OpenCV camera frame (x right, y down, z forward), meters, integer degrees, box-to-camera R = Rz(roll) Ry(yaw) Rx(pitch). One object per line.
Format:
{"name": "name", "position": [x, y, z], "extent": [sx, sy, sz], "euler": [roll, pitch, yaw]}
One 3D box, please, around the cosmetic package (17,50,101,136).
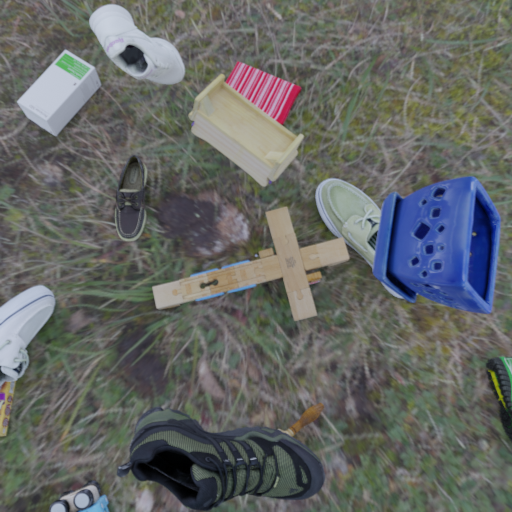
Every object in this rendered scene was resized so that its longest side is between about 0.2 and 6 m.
{"name": "cosmetic package", "position": [-4.269, -3.549, 12.232], "extent": [0.869, 0.685, 1.615], "euler": [31, 73, 8]}

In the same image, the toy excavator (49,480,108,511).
{"name": "toy excavator", "position": [-2.724, 4.589, 9.651], "extent": [1.278, 0.657, 1.315], "euler": [-21, 86, -5]}

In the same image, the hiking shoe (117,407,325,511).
{"name": "hiking shoe", "position": [-0.462, 3.168, 8.016], "extent": [2.928, 1.474, 1.109], "euler": [11, 108, 1]}

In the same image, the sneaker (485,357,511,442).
{"name": "sneaker", "position": [4.872, 2.713, 10.149], "extent": [0.791, 0.724, 1.857], "euler": [-9, 72, -3]}

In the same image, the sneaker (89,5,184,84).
{"name": "sneaker", "position": [-1.948, -3.340, 9.685], "extent": [0.827, 2.208, 1.100], "euler": [-32, 71, 21]}

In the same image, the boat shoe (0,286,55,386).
{"name": "boat shoe", "position": [-4.605, 1.891, 10.110], "extent": [0.995, 1.096, 2.980], "euler": [34, 67, 15]}

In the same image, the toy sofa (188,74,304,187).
{"name": "toy sofa", "position": [-0.208, -2.256, 10.213], "extent": [1.982, 0.967, 0.821], "euler": [37, 65, 3]}

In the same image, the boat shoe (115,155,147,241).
{"name": "boat shoe", "position": [-2.610, -1.214, 11.509], "extent": [0.664, 0.588, 1.814], "euler": [-2, 72, -1]}

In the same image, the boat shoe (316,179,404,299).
{"name": "boat shoe", "position": [2.313, -0.483, 11.093], "extent": [1.065, 0.918, 2.958], "euler": [-37, 76, -11]}

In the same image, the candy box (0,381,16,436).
{"name": "candy box", "position": [-4.891, 2.744, 10.356], "extent": [0.647, 0.313, 1.109], "euler": [2, 73, 0]}

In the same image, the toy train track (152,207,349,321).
{"name": "toy train track", "position": [-0.101, 0.383, 11.041], "extent": [3.821, 0.622, 2.191], "euler": [-14, 79, 1]}

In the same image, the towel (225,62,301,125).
{"name": "towel", "position": [0.059, -3.613, 12.519], "extent": [1.648, 0.185, 1.192], "euler": [25, 73, 8]}

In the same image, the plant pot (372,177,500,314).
{"name": "plant pot", "position": [2.490, -0.103, 7.793], "extent": [1.357, 1.509, 1.510], "euler": [1, 73, 37]}

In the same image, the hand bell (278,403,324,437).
{"name": "hand bell", "position": [0.699, 3.149, 10.146], "extent": [1.426, 0.743, 0.743], "euler": [-34, 75, -22]}
